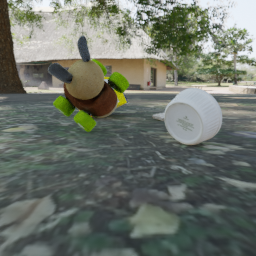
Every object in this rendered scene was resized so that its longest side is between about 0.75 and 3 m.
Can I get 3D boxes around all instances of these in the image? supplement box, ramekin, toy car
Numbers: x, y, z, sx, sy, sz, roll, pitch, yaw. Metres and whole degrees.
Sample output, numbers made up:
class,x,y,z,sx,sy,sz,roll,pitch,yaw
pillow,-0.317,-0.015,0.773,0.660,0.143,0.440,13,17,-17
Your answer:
class,x,y,z,sx,sy,sz,roll,pitch,yaw
supplement box,-1.118,-1.296,11.607,1.268,1.260,2.316,-24,0,19
ramekin,1.328,-0.201,6.001,1.228,1.228,0.572,8,27,43
toy car,-1.236,-1.291,7.321,1.738,1.809,2.203,34,-13,26

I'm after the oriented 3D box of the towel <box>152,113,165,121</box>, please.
class,x,y,z,sx,sy,sz,roll,pitch,yaw
towel,1.337,-0.439,10.585,0.542,0.141,0.818,20,23,37
